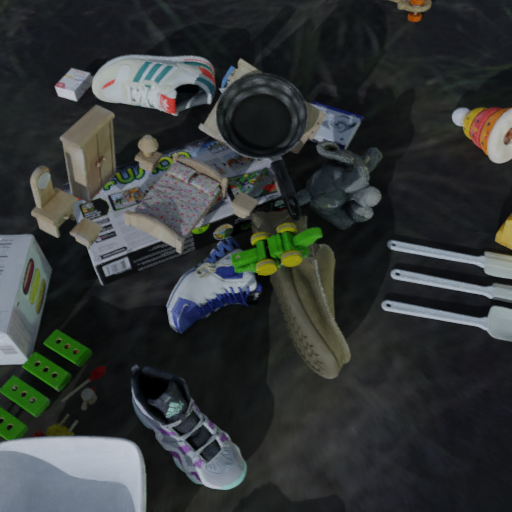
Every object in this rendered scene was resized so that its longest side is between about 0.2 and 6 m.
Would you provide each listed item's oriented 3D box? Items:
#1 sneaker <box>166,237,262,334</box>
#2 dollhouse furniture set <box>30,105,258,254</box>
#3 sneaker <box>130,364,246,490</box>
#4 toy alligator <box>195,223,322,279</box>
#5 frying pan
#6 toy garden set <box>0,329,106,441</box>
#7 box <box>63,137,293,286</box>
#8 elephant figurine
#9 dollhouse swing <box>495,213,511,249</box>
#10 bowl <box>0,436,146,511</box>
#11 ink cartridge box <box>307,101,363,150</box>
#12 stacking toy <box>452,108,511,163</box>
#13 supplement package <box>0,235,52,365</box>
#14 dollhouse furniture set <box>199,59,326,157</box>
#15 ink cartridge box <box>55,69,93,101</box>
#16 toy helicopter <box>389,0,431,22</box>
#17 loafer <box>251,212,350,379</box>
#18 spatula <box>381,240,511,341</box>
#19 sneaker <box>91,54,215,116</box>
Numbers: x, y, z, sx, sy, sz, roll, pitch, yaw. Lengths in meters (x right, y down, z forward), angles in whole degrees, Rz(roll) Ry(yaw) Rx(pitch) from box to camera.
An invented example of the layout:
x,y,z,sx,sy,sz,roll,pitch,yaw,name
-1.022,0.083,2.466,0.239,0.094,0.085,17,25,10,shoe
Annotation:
x,y,z,sx,sy,sz,roll,pitch,yaw,name
-0.570,0.596,9.942,1.183,0.828,2.049,28,57,21,sneaker
-1.789,-1.080,9.554,3.047,1.488,2.598,26,55,9,dollhouse furniture set
-1.090,2.425,8.165,2.233,1.562,0.868,32,60,21,sneaker
0.100,0.041,9.157,2.184,0.593,0.648,-19,59,16,toy alligator
0.463,-2.193,10.571,1.745,0.469,2.884,-39,82,-8,frying pan
-3.259,2.279,9.045,1.505,0.360,1.805,25,57,19,toy garden set
-1.527,-1.140,11.255,4.059,0.705,2.234,-21,57,-15,box
1.681,-1.639,11.410,1.489,1.633,2.105,-33,36,28,elephant figurine
5.286,-0.502,10.581,1.123,0.987,1.020,31,60,27,dollhouse swing
-2.658,3.761,7.596,2.378,0.889,2.381,-1,56,-1,bowl
1.680,-3.092,12.939,1.328,0.270,1.330,21,57,14,ink cartridge box
5.051,-2.881,12.498,1.228,1.228,1.680,-28,40,-19,stacking toy
-4.388,0.738,9.643,1.088,1.130,1.986,-2,55,0,supplement package
0.016,-2.839,12.222,2.271,2.406,1.570,32,94,-5,dollhouse furniture set
-4.417,-4.264,13.753,0.552,0.320,0.948,18,56,12,ink cartridge box
4.184,-7.243,15.749,1.569,0.619,1.037,29,59,25,toy helicopter
0.894,0.429,9.756,1.185,1.336,3.514,-18,56,-6,loafer
3.795,0.583,10.329,2.855,0.229,1.985,11,56,7,spatula
-2.353,-3.901,13.037,2.941,1.035,1.375,-6,49,-8,sneaker
